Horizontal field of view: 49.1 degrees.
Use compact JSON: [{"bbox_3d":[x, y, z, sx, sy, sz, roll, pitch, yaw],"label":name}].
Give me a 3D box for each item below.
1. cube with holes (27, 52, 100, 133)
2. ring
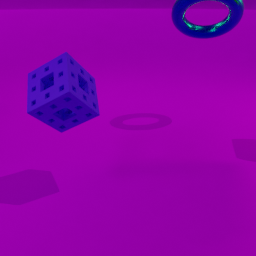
[{"bbox_3d":[-1.079,-0.564,4.701,0.821,0.821,0.821,-23,57,19],"label":"cube with holes"},{"bbox_3d":[1.984,-2.880,7.078,1.764,0.353,1.764,6,-18,2],"label":"ring"}]
